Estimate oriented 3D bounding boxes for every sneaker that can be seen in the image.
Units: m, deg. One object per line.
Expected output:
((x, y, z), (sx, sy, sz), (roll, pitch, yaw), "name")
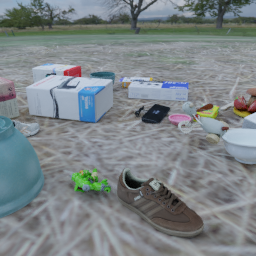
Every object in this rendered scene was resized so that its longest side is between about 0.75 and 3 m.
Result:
((-3.333, -0.009, 8.742), (0.474, 0.576, 1.252), (16, 28, 36), "sneaker")
((0.524, 1.366, 5.314), (1.910, 0.721, 0.673), (16, 28, 34), "sneaker")

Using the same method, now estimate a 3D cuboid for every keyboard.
((0.886, -0.587, 10.667), (1.137, 0.184, 1.789), (15, 26, 17), "keyboard")

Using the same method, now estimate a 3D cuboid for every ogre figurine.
((-0.859, 1.174, 6.154), (0.602, 0.493, 1.004), (4, 31, -40), "ogre figurine")

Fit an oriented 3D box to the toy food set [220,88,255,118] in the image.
((4.940, -0.925, 10.495), (1.649, 0.915, 2.802), (-17, 28, -35), "toy food set")

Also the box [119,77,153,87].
((0.417, -2.402, 14.771), (1.741, 0.361, 1.036), (1, 23, 9), "box")

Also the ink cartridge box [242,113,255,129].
((4.944, -0.125, 8.608), (2.726, 0.686, 1.485), (-19, 34, -31), "ink cartridge box")

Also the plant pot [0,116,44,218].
((-3.074, 0.649, 5.963), (2.314, 1.551, 2.314), (-1, 23, 0), "plant pot")

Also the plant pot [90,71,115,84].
((-1.230, -2.228, 13.704), (1.250, 0.837, 1.250), (1, 23, 0), "plant pot")

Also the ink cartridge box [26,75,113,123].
((-2.159, -1.196, 10.777), (2.734, 1.151, 1.977), (7, 25, 14), "ink cartridge box")

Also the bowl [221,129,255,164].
((3.169, 0.517, 7.330), (1.434, 0.645, 1.434), (-2, 15, 1), "bowl")

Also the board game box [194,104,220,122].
((2.927, -0.538, 10.376), (0.639, 0.299, 1.258), (12, 26, 26), "board game box")

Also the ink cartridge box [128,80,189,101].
((1.418, -1.735, 12.855), (2.637, 0.583, 1.240), (5, 24, 11), "ink cartridge box")

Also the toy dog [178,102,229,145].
((2.008, -0.174, 7.040), (1.346, 0.888, 0.648), (21, -21, -8), "toy dog")

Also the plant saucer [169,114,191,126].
((1.827, -0.278, 9.895), (0.790, 0.200, 0.790), (0, 22, 0), "plant saucer")

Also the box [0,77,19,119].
((-5.410, -0.897, 9.853), (1.584, 1.350, 2.477), (20, 30, 39), "box")

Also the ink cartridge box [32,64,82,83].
((-3.528, -2.823, 15.027), (2.645, 0.889, 1.536), (7, 24, 14), "ink cartridge box")
